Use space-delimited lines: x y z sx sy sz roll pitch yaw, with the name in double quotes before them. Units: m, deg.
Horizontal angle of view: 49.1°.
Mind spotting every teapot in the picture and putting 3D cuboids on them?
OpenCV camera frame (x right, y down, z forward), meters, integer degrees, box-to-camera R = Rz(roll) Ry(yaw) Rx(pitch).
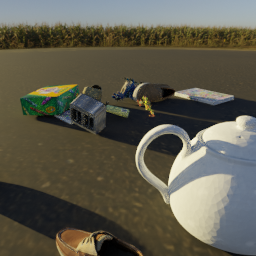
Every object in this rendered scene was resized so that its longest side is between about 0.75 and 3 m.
"teapot" 2.136 0.808 5.581 2.933 2.142 2.895 -19 27 -39

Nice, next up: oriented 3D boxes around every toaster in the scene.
"toaster" -1.400 -0.526 10.097 1.179 1.304 0.774 26 49 16

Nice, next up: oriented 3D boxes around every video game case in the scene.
"video game case" 4.095 -1.743 15.154 1.826 0.230 2.550 -16 26 -36
"video game case" -2.370 -0.500 11.968 1.015 0.128 1.418 -17 27 -38

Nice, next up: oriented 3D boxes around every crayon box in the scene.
"crayon box" -3.496 -1.350 13.036 1.686 0.827 2.838 -1 19 9

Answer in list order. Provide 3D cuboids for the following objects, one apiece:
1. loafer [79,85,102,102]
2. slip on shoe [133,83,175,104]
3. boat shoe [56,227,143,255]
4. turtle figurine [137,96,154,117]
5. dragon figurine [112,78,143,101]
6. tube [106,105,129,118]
"loafer" -1.754 -1.343 12.786 1.099 0.975 2.891 10 19 -5
"slip on shoe" 1.378 -1.761 14.251 0.806 1.012 2.661 20 21 40
"boat shoe" -0.436 1.977 4.577 1.811 0.650 0.686 11 23 28
"turtle figurine" 0.675 -0.866 10.071 0.910 0.293 0.734 38 28 -25
"dragon figurine" 0.252 -1.860 14.669 0.772 1.304 2.623 18 8 43
"tube" -0.628 -0.770 11.919 1.352 0.351 0.392 15 -18 -4
